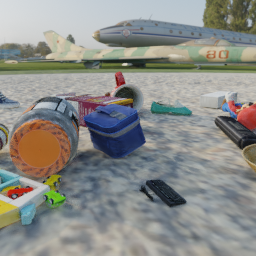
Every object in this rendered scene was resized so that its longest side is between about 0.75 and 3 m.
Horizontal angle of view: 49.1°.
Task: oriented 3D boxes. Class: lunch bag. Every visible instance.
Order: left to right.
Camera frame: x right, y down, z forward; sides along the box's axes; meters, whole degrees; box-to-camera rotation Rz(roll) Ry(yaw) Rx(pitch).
[{"bbox_3d":[-0.440,-0.059,7.977,1.193,1.162,1.756,-30,28,-29],"label":"lunch bag"}]

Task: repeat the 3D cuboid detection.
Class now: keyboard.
[{"bbox_3d":[0.628,1.273,5.576,0.665,0.108,1.047,-6,15,-22],"label":"keyboard"}]

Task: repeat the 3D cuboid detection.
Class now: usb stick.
[{"bbox_3d":[3.569,0.107,9.237,0.814,0.479,2.936,7,15,1],"label":"usb stick"}]

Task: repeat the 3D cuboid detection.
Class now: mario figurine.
[{"bbox_3d":[4.661,-0.759,10.943,1.503,1.291,2.435,-1,13,-4],"label":"mario figurine"}]

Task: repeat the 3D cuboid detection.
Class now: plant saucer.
[{"bbox_3d":[3.860,0.892,6.342,2.434,0.431,2.434,0,15,0],"label":"plant saucer"}]

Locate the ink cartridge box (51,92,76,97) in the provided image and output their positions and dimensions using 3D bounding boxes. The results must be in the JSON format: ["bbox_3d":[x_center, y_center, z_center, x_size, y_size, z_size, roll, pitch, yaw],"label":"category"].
[{"bbox_3d":[-3.749,-1.965,16.919,1.405,0.306,1.219,-14,9,-43],"label":"ink cartridge box"}]

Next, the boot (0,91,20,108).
[{"bbox_3d":[-6.592,-1.526,14.512,1.966,0.888,0.715,1,15,5],"label":"boot"}]

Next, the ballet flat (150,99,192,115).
[{"bbox_3d":[1.981,-0.976,12.863,1.936,0.681,0.652,4,17,15],"label":"ballet flat"}]

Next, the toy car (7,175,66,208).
[{"bbox_3d":[-1.550,1.274,5.288,1.063,0.252,1.129,15,21,42],"label":"toy car"}]

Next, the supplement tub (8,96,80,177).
[{"bbox_3d":[-2.002,0.143,6.986,1.558,1.558,2.543,-2,16,-7],"label":"supplement tub"}]

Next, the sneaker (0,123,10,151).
[{"bbox_3d":[-4.636,0.314,7.448,2.662,0.998,1.200,-4,17,-2],"label":"sneaker"}]

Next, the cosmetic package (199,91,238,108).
[{"bbox_3d":[4.906,-1.545,15.074,1.026,0.630,2.487,14,20,41],"label":"cosmetic package"}]

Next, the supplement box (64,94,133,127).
[{"bbox_3d":[-1.154,-0.647,10.898,2.443,1.047,1.348,11,19,36],"label":"supplement box"}]

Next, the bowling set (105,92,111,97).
[{"bbox_3d":[-1.185,-1.137,12.942,0.798,1.035,1.486,-3,11,-7],"label":"bowling set"}]

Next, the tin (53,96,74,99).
[{"bbox_3d":[-2.913,-1.240,14.020,2.961,0.620,1.658,4,12,22],"label":"tin"}]

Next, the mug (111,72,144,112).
[{"bbox_3d":[-0.108,-1.637,13.317,1.412,1.879,2.117,9,9,-10],"label":"mug"}]

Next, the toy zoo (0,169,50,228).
[{"bbox_3d":[-2.660,1.287,5.199,2.497,0.256,1.638,9,17,32],"label":"toy zoo"}]
